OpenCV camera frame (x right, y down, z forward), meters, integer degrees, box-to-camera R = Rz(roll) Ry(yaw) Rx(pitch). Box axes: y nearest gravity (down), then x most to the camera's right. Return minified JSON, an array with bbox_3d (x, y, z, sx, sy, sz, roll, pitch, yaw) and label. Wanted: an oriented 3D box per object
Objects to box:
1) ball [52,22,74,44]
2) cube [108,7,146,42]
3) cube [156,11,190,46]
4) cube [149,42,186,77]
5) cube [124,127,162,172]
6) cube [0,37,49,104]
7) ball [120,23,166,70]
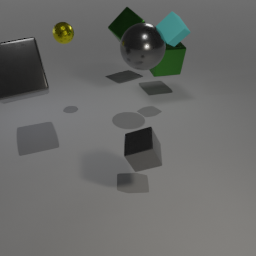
[{"bbox_3d":[-2.141,-3.143,9.275,0.700,0.700,0.700,0,29,0],"label":"ball"},{"bbox_3d":[0.137,-4.847,14.062,1.400,1.400,1.400,49,8,25],"label":"cube"},{"bbox_3d":[1.444,-3.146,8.960,0.700,0.700,0.700,58,27,10],"label":"cube"},{"bbox_3d":[1.718,-3.424,13.263,1.400,1.400,1.400,-8,44,-16],"label":"cube"},{"bbox_3d":[0.360,0.514,6.670,0.700,0.700,0.700,-16,43,17],"label":"cube"},{"bbox_3d":[-3.074,-1.544,7.806,1.400,1.400,1.400,-15,6,-15],"label":"cube"},{"bbox_3d":[0.453,-2.481,8.596,1.400,1.400,1.400,0,29,0],"label":"ball"}]
